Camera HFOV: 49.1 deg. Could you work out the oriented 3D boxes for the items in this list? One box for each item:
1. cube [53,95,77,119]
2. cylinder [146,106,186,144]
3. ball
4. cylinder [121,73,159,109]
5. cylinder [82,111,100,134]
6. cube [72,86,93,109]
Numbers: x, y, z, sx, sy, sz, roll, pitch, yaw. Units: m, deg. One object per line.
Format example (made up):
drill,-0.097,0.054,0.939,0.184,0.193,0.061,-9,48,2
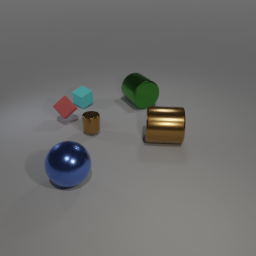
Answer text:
cube,-2.672,-0.878,11.960,0.700,0.700,0.700,-43,3,-4
cylinder,1.399,-0.121,10.688,1.400,1.400,1.400,2,30,4
ball,-1.825,1.090,8.556,1.400,1.400,1.400,0,30,0
cylinder,0.586,-1.833,13.673,1.400,1.400,1.400,-14,33,-23
cylinder,-1.477,-0.232,11.280,0.700,0.700,0.700,2,30,-1
cube,-2.183,-1.499,13.545,0.700,0.700,0.700,29,52,28
